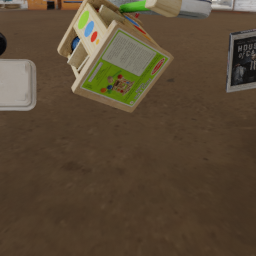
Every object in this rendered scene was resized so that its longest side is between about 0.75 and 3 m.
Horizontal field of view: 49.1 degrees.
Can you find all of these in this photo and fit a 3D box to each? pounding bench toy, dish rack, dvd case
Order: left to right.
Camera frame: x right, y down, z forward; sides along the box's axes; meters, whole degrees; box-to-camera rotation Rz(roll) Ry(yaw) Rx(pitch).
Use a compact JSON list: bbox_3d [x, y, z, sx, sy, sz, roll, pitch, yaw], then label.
[{"bbox_3d":[-3.051,-1.085,6.828,1.520,1.304,0.331,-1,-4,-9],"label":"dish rack"},{"bbox_3d":[-0.109,-1.608,4.755,1.230,1.980,1.545,16,33,-39],"label":"pounding bench toy"},{"bbox_3d":[3.214,-1.741,7.243,1.252,1.666,0.206,-9,41,4],"label":"dvd case"}]

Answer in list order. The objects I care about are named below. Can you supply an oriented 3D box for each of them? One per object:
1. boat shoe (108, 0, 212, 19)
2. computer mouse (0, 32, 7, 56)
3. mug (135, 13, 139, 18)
[{"bbox_3d":[0.547,-2.733,5.625,2.368,0.734,0.852,6,7,-10],"label":"boat shoe"},{"bbox_3d":[-3.912,-2.368,6.894,0.560,1.472,2.125,50,9,14],"label":"computer mouse"},{"bbox_3d":[-0.144,-4.081,8.640,1.714,1.521,1.143,-33,41,-1],"label":"mug"}]
